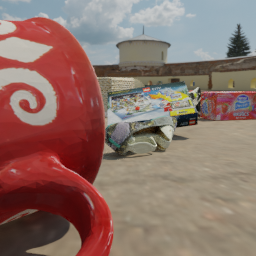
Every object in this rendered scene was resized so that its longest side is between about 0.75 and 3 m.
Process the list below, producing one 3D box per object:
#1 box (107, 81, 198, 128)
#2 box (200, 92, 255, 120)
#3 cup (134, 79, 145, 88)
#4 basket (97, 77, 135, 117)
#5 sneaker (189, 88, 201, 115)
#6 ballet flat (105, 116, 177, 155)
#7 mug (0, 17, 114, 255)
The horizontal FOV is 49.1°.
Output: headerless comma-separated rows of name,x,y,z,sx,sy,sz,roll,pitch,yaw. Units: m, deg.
box,0.489,-0.465,6.383,1.907,0.359,1.302,-8,39,2
box,3.673,-0.805,9.882,1.999,0.946,1.026,-2,8,-16
cup,0.178,-1.416,13.324,1.096,1.533,1.533,-30,18,-18
basket,-0.900,-1.249,11.169,1.863,1.512,1.880,6,12,31
sneaker,2.114,-0.924,10.617,1.216,1.103,2.865,-7,1,27
ballet flat,0.380,0.170,4.763,1.712,0.616,0.616,-7,11,-41
mug,-1.345,0.093,1.415,2.123,1.595,2.391,5,12,42
